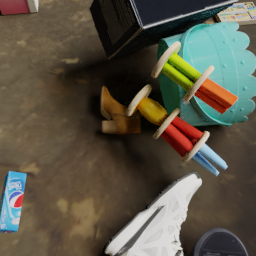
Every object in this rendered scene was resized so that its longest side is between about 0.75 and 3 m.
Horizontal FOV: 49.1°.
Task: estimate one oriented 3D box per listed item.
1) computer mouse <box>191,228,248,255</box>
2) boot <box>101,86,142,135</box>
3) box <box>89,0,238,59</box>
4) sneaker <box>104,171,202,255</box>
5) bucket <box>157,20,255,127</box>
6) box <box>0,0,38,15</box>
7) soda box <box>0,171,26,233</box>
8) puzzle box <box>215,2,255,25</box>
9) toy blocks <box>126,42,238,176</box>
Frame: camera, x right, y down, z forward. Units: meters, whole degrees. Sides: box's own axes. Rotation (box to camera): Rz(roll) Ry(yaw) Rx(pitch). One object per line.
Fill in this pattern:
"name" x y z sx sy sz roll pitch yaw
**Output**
"computer mouse" 1.705 3.460 5.607 1.919 0.731 2.771 12 67 -2
"boot" -0.205 -0.532 8.296 1.186 0.583 1.656 -2 61 -8
"box" 0.773 -3.352 7.606 2.843 2.795 1.762 -23 95 -18
"sneaker" 0.974 2.335 6.280 2.769 1.045 1.593 -40 74 -14
"bucket" 1.951 -1.337 7.562 1.851 2.845 2.845 -11 58 -2
"box" -4.341 -5.089 11.036 1.408 0.767 0.900 -8 58 -5
"soda box" -1.992 1.261 4.775 0.312 0.329 0.971 15 57 -29
"puzzle box" 4.256 -4.452 10.961 1.663 0.211 1.107 -8 58 -5
"toy blocks" 1.473 -0.282 6.196 2.573 2.144 0.934 39 36 6
